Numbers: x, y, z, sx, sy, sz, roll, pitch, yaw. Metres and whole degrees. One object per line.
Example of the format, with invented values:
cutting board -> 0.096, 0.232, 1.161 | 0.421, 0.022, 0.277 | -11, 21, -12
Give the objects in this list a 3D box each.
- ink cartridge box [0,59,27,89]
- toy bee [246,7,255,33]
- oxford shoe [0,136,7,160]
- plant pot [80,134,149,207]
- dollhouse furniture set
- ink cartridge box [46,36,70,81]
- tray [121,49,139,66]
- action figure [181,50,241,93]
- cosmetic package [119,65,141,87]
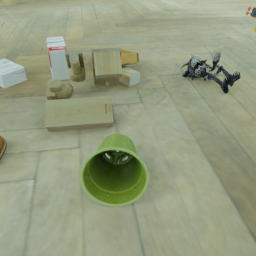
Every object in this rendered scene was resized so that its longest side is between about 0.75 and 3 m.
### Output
ink cartridge box -> -5.314, -2.375, 12.099 | 1.540, 0.645, 1.111 | 25, 42, 31
toy bee -> 3.744, -3.137, 7.870 | 0.783, 0.943, 1.441 | 13, 4, -5
oxford shoe -> -4.289, 0.871, 7.188 | 1.035, 1.034, 2.902 | 12, 35, 18
plant pot -> -0.290, 0.868, 6.992 | 1.566, 1.566, 1.487 | 1, 22, 1
dollhouse furniture set -> -1.487, -1.042, 10.342 | 2.676, 2.293, 2.814 | -4, 70, -6
ink cartridge box -> -3.127, -3.138, 12.545 | 0.799, 1.377, 1.909 | -9, 36, -13
tray -> -0.644, -3.346, 13.148 | 1.345, 0.505, 2.727 | -13, 23, -18
action figure -> 3.336, -2.559, 11.796 | 1.595, 1.369, 2.683 | -31, 46, -21
cosmetic package -> -0.139, -2.302, 12.156 | 0.687, 0.464, 1.306 | -29, 44, -35
